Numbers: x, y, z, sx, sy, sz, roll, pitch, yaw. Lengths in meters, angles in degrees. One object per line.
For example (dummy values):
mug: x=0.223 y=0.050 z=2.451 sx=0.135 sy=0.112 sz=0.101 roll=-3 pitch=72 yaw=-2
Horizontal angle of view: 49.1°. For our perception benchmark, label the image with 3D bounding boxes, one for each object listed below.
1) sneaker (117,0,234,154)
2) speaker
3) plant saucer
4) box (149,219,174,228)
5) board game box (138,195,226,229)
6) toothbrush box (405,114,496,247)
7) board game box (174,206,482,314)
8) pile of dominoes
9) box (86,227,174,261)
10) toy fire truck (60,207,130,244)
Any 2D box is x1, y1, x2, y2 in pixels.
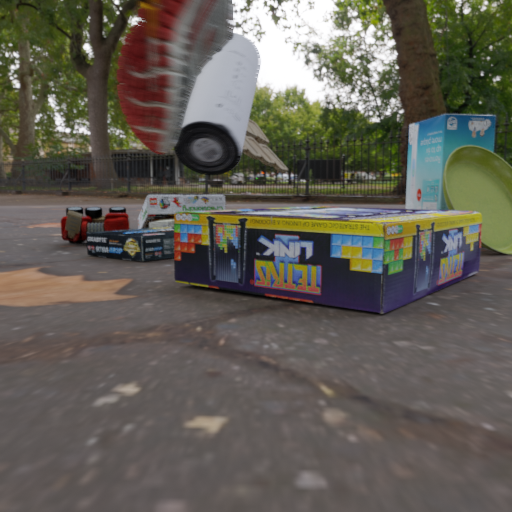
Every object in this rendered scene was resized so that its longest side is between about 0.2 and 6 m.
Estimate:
sneaker: x=-0.857 y=-2.674 z=7.058 sx=1.238 sy=3.014 sz=1.173 roll=-9 pitch=40 yaw=-45
speaker: x=-0.679 y=-3.056 z=10.935 sx=1.259 sy=1.259 sz=3.100 roll=1 pitch=50 yaw=9
plant saucer: x=4.668 y=-1.091 z=11.356 sx=2.457 sy=2.457 sz=0.382 roll=-4 pitch=-21 yaw=-30
box: x=-2.038 y=-0.553 z=13.002 sx=0.484 sy=0.581 sz=1.415 roll=-2 pitch=5 yaw=7
board game box: x=-2.052 y=-1.053 z=14.772 sx=1.895 sy=0.519 sz=3.001 roll=-2 pitch=-6 yaw=-16
toothbrush box: x=4.421 y=-1.712 z=13.028 sx=1.223 sy=2.868 sz=2.100 roll=-1 pitch=8 yaw=-6
board game box: x=1.123 y=-0.135 z=7.685 sx=2.912 sy=0.999 sz=3.523 roll=7 pitch=10 yaw=36
pile of dominoes: x=-1.211 y=-3.233 z=13.047 sx=3.918 sy=0.624 sz=3.054 roll=15 pitch=36 yaw=-47
box: x=-1.963 y=-0.261 z=10.892 sx=1.635 sy=0.473 sz=2.057 roll=5 pitch=9 yaw=39
toy fire truck: x=-3.670 y=-0.667 z=12.612 sx=1.515 sy=1.107 sz=1.721 roll=0 pitch=18 yaw=-9
